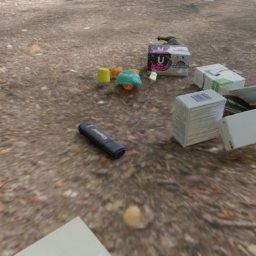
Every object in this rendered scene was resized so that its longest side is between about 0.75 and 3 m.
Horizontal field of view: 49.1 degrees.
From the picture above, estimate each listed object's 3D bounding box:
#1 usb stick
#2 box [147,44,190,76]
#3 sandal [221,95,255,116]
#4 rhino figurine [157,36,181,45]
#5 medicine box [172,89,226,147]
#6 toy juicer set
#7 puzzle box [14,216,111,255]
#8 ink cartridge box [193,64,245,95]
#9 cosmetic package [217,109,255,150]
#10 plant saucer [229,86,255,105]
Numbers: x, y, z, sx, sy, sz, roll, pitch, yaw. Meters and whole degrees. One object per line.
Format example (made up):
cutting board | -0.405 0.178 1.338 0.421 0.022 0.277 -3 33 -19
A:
usb stick | -0.767 0.309 7.891 0.494 0.291 1.782 -27 43 -32
box | 1.686 -2.902 11.875 1.723 0.989 1.139 2 35 3
sandal | 3.629 -0.373 8.694 2.077 0.593 0.825 32 42 15
rhino figurine | 2.183 -3.754 13.355 1.038 0.710 2.373 -3 38 -12
medicine box | 1.942 -0.277 7.832 1.194 1.311 0.675 -14 37 -19
toy juicer set | 0.160 -1.867 10.812 2.497 0.679 1.588 13 20 25
puzzle box | -0.805 2.819 4.227 1.879 0.359 2.825 -24 42 -31
ink cartridge box | 3.378 -1.780 10.553 1.153 0.664 1.581 -13 37 -18
cosmetic package | 3.373 -0.037 7.434 1.729 0.640 0.879 -13 81 -4
plant saucer | 4.431 -1.049 9.183 2.116 0.531 2.116 -2 1 0
